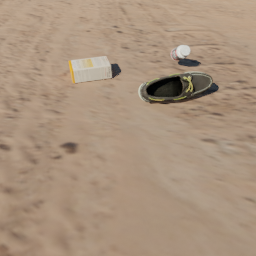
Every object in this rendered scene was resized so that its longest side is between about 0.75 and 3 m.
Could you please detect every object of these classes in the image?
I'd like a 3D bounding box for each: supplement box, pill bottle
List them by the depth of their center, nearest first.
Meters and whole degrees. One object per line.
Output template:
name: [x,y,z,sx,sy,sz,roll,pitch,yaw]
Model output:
supplement box: [-1.253,-1.944,9.287,1.303,0.479,0.821,-10,39,-10]
pill bottle: [1.757,-2.508,9.313,0.437,0.437,0.789,-10,6,-12]

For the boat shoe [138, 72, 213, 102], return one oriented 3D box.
boat shoe: [1.423,-1.139,7.896,2.200,0.784,0.663,-12,6,-7]
